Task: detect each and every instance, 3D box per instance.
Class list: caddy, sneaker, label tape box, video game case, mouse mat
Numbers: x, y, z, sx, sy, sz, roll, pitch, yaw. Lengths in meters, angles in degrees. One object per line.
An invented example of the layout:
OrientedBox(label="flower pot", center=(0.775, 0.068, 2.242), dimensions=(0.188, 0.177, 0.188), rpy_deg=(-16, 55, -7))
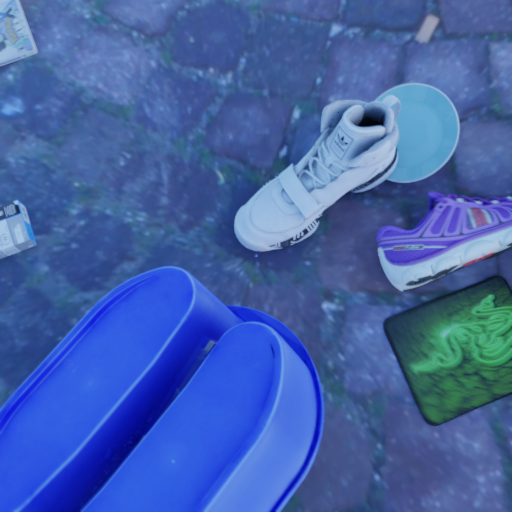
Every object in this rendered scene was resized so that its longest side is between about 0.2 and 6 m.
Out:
OrientedBox(label="caddy", center=(-1.248, 2.550, 7.631), dimensions=(3.390, 2.517, 4.795), rpy_deg=(31, 72, 30))
OrientedBox(label="sneaker", center=(0.984, -1.377, 9.004), dimensions=(3.230, 1.857, 1.214), rpy_deg=(-32, 72, -8))
OrientedBox(label="label tape box", center=(-4.414, -0.375, 9.544), dimensions=(1.084, 0.358, 0.777), rpy_deg=(-21, 75, -7))
OrientedBox(label="video game case", center=(-5.068, -4.287, 10.775), dimensions=(1.333, 0.161, 1.462), rpy_deg=(-22, 75, -6))
OrientedBox(label="mouse mat", center=(3.439, 1.508, 9.149), dimensions=(2.300, 0.087, 1.851), rpy_deg=(-20, 75, -7))
OrientedBox(label="sneaker", center=(3.502, -0.588, 9.089), dimensions=(3.246, 1.309, 1.354), rpy_deg=(-21, 76, -6))

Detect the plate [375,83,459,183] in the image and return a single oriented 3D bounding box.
OrientedBox(label="plate", center=(2.667, -2.137, 9.829), dimensions=(1.736, 0.222, 1.736), rpy_deg=(0, 89, 28))
